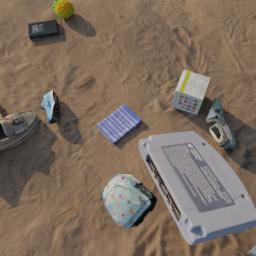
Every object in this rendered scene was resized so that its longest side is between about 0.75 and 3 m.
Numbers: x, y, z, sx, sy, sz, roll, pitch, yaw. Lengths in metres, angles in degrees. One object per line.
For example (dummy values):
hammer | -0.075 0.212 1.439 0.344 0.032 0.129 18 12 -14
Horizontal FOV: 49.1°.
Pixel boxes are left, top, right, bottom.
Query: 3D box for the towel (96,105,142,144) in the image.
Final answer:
towel | -0.284 -0.156 9.064 1.256 0.150 0.909 -39 68 -18

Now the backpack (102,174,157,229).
backpack | -0.060 1.651 6.563 1.145 0.878 1.006 45 106 30

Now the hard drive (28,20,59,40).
hard drive | -3.320 -3.876 11.015 1.121 0.184 0.782 -11 63 -6

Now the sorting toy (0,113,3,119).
sorting toy | -5.238 -0.523 9.200 1.714 0.308 2.300 -35 65 -12

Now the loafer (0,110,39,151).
loafer | -3.868 0.186 8.523 2.458 0.773 0.884 -35 68 -17

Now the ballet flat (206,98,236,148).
ballet flat | 2.822 -0.169 8.823 0.647 0.647 1.798 -8 61 -4

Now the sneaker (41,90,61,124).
sneaker | -2.581 -0.632 9.226 0.548 0.478 1.219 -18 57 10

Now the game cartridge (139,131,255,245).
game cartridge | 1.574 1.168 6.437 1.854 0.569 2.786 -8 43 -19

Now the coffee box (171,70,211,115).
coffee box | 2.047 -1.154 9.148 0.916 0.924 0.926 20 64 10

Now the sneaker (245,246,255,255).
sneaker | 3.169 4.196 6.301 1.190 1.003 2.720 -16 59 -7

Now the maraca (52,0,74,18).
maraca | -2.625 -4.865 11.318 0.757 0.591 1.104 -35 65 -9
